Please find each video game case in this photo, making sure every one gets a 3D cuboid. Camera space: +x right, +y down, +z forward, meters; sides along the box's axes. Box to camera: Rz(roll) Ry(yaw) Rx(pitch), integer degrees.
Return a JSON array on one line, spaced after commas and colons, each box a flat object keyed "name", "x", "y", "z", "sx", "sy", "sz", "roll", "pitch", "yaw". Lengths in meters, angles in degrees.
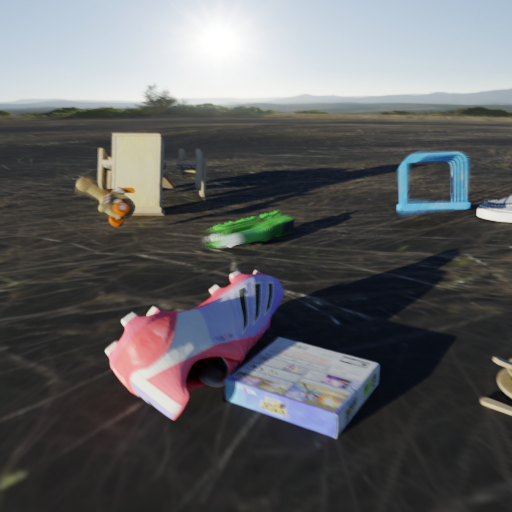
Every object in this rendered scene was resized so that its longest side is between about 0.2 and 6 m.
[{"name": "video game case", "x": 0.442, "y": 1.174, "z": 5.209, "sx": 1.109, "sy": 0.252, "sz": 1.005, "roll": 10, "pitch": 20, "yaw": 30}]

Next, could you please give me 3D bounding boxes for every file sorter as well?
[{"name": "file sorter", "x": 3.524, "y": -1.466, "z": 11.357, "sx": 1.226, "sy": 1.084, "sz": 1.767, "roll": -1, "pitch": 5, "yaw": 11}]

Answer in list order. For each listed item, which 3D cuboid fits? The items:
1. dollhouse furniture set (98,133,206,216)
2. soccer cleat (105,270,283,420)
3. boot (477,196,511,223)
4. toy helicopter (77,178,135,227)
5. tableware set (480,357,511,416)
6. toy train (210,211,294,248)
[{"name": "dollhouse furniture set", "x": -2.542, "y": -1.683, "z": 13.274, "sx": 2.444, "sy": 1.731, "sz": 2.660, "roll": 1, "pitch": -4, "yaw": 1}, {"name": "soccer cleat", "x": -0.366, "y": 0.832, "z": 5.729, "sx": 0.976, "sy": 0.851, "sz": 2.551, "roll": 44, "pitch": 29, "yaw": 19}, {"name": "boot", "x": 5.939, "y": -1.356, "z": 11.951, "sx": 2.494, "sy": 1.126, "sz": 0.907, "roll": -3, "pitch": 17, "yaw": -11}, {"name": "toy helicopter", "x": -2.850, "y": -1.158, "z": 10.710, "sx": 1.184, "sy": 0.467, "sz": 0.783, "roll": 31, "pitch": 48, "yaw": -7}, {"name": "tableware set", "x": 3.091, "y": 1.213, "z": 4.884, "sx": 1.841, "sy": 0.369, "sz": 1.217, "roll": 14, "pitch": 22, "yaw": 39}, {"name": "toy train", "x": -0.023, "y": -0.454, "z": 10.232, "sx": 0.569, "sy": 0.421, "sz": 2.017, "roll": 22, "pitch": 25, "yaw": 33}]
